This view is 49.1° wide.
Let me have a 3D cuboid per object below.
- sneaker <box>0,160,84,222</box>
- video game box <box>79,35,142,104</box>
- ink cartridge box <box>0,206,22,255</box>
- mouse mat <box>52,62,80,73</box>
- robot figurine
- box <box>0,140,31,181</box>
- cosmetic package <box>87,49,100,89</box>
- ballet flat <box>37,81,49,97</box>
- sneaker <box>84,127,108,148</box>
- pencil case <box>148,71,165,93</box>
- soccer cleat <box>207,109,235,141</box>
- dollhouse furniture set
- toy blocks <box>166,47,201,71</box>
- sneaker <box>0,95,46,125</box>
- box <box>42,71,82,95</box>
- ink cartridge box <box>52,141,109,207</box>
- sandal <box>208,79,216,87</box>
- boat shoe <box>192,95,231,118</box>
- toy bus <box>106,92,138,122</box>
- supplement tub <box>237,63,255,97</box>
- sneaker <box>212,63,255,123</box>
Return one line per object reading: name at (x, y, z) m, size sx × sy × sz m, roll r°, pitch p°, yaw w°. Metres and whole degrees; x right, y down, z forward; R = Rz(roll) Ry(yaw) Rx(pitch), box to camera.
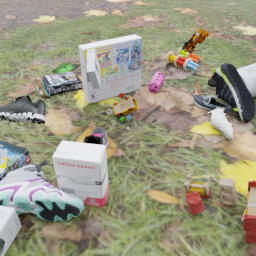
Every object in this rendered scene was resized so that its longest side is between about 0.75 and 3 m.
sneaker at (-2.530, 1.663, 8.274) m, size 2.743 × 1.066 × 1.919 m, roll 5°, pitch 36°, yaw 2°
video game box at (-0.724, -2.688, 12.783) m, size 2.849 × 2.596 × 0.667 m, roll -19°, pitch 41°, yaw -24°
ink cartridge box at (-3.841, 2.883, 6.817) m, size 1.472 × 0.848 × 2.017 m, roll 8°, pitch 38°, yaw 11°
mouse mat at (-3.498, -3.378, 15.834) m, size 1.108 × 0.052 × 1.377 m, roll 12°, pitch 39°, yaw 16°
robot figurine at (1.931, -2.483, 8.091) m, size 0.596 × 0.821 × 0.239 m, roll -2°, pitch 53°, yaw -51°
box at (-5.042, 1.125, 9.417) m, size 2.829 × 0.533 × 1.932 m, roll 15°, pitch 39°, yaw 19°
cosmetic package at (-1.326, -2.289, 10.869) m, size 0.324 × 0.945 × 1.254 m, roll -7°, pitch 56°, yaw 3°
ballet flat at (-4.093, -1.801, 13.385) m, size 0.391 × 0.366 × 1.080 m, roll -28°, pitch 66°, yaw -3°
sneaker at (-1.145, 0.482, 10.006) m, size 0.726 × 0.861 × 1.969 m, roll 4°, pitch 37°, yaw 6°
pencil case at (1.394, -2.300, 13.910) m, size 0.600 × 0.620 × 1.323 m, roll 3°, pitch 36°, yaw 20°
soccer cleat at (3.673, -0.104, 11.070) m, size 0.727 × 0.649 × 1.874 m, roll -14°, pitch 35°, yaw 8°
dollhouse furniture set at (2.798, 2.217, 7.829) m, size 2.551 × 1.037 × 1.373 m, roll 1°, pitch 34°, yaw 30°
toy blocks at (3.417, -3.846, 15.880) m, size 1.679 × 0.732 × 2.015 m, roll -28°, pitch 45°, yaw -31°
sneaker at (-3.601, -0.663, 9.286) m, size 2.032 × 0.675 × 0.919 m, roll 6°, pitch 73°, yaw 11°
box at (-3.298, -2.280, 13.989) m, size 1.695 × 0.422 × 1.337 m, roll -14°, pitch 40°, yaw -23°
ink cartridge box at (-1.299, 1.332, 8.063) m, size 1.326 × 1.832 × 0.773 m, roll 6°, pitch 37°, yaw 8°
sandal at (5.131, -2.558, 14.365) m, size 2.148 × 0.484 × 0.807 m, roll -12°, pitch 38°, yaw -15°
boat shoe at (3.658, -1.090, 12.320) m, size 0.719 × 0.594 × 1.922 m, roll -22°, pitch 42°, yaw -27°
toy bus at (-0.136, -0.840, 11.973) m, size 1.173 × 1.107 × 0.606 m, roll 27°, pitch 1°, yaw 30°
supplement tub at (5.741, -2.186, 13.058) m, size 2.246 × 1.481 × 1.481 m, roll -19°, pitch 41°, yaw -23°
sneaker at (4.512, -1.456, 12.201) m, size 1.016 × 1.173 × 2.833 m, roll -6°, pitch 71°, yaw -33°
